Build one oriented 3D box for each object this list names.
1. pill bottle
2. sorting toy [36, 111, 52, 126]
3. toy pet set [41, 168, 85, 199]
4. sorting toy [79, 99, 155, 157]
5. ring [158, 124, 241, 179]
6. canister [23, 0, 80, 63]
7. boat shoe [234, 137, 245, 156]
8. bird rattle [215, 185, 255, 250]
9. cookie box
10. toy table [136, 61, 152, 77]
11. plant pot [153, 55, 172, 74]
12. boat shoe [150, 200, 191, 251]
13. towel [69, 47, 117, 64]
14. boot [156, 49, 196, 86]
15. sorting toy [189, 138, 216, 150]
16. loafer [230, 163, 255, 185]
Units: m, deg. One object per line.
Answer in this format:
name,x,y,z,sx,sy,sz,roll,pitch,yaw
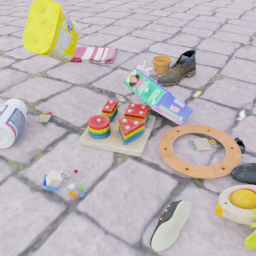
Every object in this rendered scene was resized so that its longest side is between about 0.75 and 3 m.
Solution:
pill bottle,-4.344,-0.234,10.102,1.109,1.109,1.854,1,36,2
sorting toy,-3.318,-0.355,11.070,0.455,0.160,0.944,3,37,5
toy pet set,-1.921,1.687,8.139,1.000,0.569,1.072,21,27,-34
sorting toy,-0.318,-0.167,10.264,2.277,0.792,2.263,10,38,13
ring,2.377,0.751,9.446,2.711,0.260,2.711,-1,37,1
canister,-2.949,-3.759,11.303,1.151,1.975,2.659,18,7,6
boat shoe,3.867,0.563,9.686,0.339,0.301,0.907,7,36,9
bird rattle,3.363,1.883,7.184,1.976,1.365,2.423,6,30,36
cookie box,1.146,-1.221,10.883,1.892,0.831,2.212,26,14,-43
toy table,0.768,-2.935,14.176,0.864,0.794,0.506,25,57,8
plant pot,1.765,-3.310,14.685,0.990,0.693,0.990,0,37,0
boat shoe,1.019,2.427,7.020,1.492,0.546,0.467,-45,13,-31
towel,-2.144,-4.357,16.454,2.850,0.324,2.053,3,35,4
boot,2.397,-2.974,13.716,2.641,1.280,0.987,-28,44,-33
sorting toy,2.602,0.592,9.803,0.962,0.131,0.542,-3,40,-4
loafer,3.976,1.416,8.228,1.832,0.622,0.643,2,27,-3
